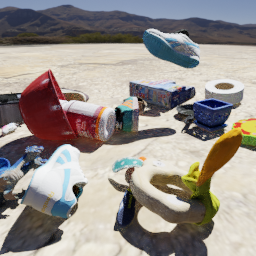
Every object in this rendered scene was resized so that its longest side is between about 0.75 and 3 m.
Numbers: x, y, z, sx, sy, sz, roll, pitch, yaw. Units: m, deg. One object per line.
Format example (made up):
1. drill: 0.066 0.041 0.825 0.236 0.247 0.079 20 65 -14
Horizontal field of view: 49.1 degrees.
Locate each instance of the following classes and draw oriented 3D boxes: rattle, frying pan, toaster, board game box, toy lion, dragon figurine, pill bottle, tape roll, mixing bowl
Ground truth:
1. rattle: 0.801 0.595 6.218 1.907 2.093 2.929 -11 25 -18
2. frying pan: 2.788 -0.509 11.323 1.525 0.410 2.521 -1 23 -1
3. toaster: -4.619 -0.850 11.398 1.480 0.972 1.637 -10 23 -23
4. board game box: 1.618 -1.944 14.343 2.831 0.874 2.832 15 26 32
5. toy lion: 4.705 0.184 9.239 2.261 0.810 2.358 -7 22 0
6. dragon figurine: -2.964 1.171 6.358 2.402 0.707 1.194 -22 22 5
7. pill bottle: -1.557 -0.315 9.570 2.070 1.134 1.134 12 24 17
8. tape roll: 4.724 -1.779 13.812 1.856 0.649 1.856 -5 30 3
9. mixing bowl: -2.713 -0.574 9.234 1.336 2.468 2.468 -21 25 -7

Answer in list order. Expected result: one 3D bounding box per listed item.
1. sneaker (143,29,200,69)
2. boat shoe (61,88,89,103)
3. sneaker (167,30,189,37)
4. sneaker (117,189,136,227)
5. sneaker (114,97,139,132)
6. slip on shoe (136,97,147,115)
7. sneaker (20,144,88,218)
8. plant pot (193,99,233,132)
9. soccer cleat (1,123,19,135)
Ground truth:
1. sneaker: 1.666 -3.157 10.718 2.434 0.983 0.931 21 -26 -20
2. boat shoe: -3.023 -1.426 13.106 2.550 0.917 0.826 6 12 19
3. sneaker: 2.002 -4.173 13.157 1.630 0.623 0.933 -14 8 7
4. sneaker: -0.037 1.696 5.811 0.321 0.358 0.869 28 41 -4
5. sneaker: -0.150 -0.631 10.901 1.027 0.917 2.569 3 22 -4
6. slip on shoe: 0.486 -1.156 12.747 0.703 0.560 1.849 3 21 7
7. sneaker: -1.468 1.180 6.416 1.046 0.991 2.591 27 15 -4
8. plant pot: 3.116 -0.470 10.434 1.070 0.962 1.070 -12 24 -28
9. soccer cleat: -4.238 0.020 10.091 0.367 0.297 0.851 1 21 2
